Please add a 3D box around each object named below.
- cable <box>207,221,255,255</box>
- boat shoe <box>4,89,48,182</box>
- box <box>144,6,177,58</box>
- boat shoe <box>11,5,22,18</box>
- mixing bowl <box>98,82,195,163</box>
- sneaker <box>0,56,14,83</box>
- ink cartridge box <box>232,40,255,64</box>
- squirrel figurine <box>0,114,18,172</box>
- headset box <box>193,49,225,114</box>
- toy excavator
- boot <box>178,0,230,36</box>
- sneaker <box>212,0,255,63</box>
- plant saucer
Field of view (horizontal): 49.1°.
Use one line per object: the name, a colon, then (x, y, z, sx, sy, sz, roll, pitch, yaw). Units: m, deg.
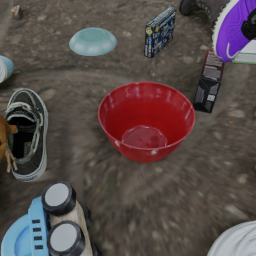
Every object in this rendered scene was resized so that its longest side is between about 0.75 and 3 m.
cable: (2.363, 2.699, 4.369, 2.468, 0.855, 2.468, -11, 51, -9)
boat shoe: (-2.481, -0.136, 6.806, 1.017, 0.916, 2.877, -13, 50, -11)
box: (1.076, -3.180, 9.332, 0.336, 1.160, 1.459, 28, 55, 22)
boat shoe: (-4.450, -4.596, 11.151, 0.334, 0.352, 0.930, -12, 40, -6)
mixing bowl: (0.394, 0.018, 6.515, 2.111, 1.144, 2.111, 1, 47, -1)
sneaker: (-4.718, -1.491, 8.141, 2.929, 1.083, 1.200, -5, 18, 3)
ink cartridge box: (4.171, -2.501, 9.207, 1.490, 0.442, 0.773, 3, 49, 3)
squirrel figurine: (-3.258, 0.742, 5.031, 2.814, 1.992, 2.627, 16, 79, 49)
headset box: (2.258, -1.339, 7.734, 0.582, 1.122, 1.508, 14, 51, 11)
toy excavator: (-1.688, 2.371, 4.622, 2.375, 1.186, 2.309, -22, 49, -2)
boot: (2.976, -4.138, 10.094, 0.894, 2.582, 2.248, 0, 76, -36)
sneaker: (2.611, -2.284, 5.463, 0.796, 2.288, 1.138, 18, 17, -40)
plant saucer: (-1.240, -3.153, 9.872, 1.697, 0.327, 1.697, 0, 49, 0)
